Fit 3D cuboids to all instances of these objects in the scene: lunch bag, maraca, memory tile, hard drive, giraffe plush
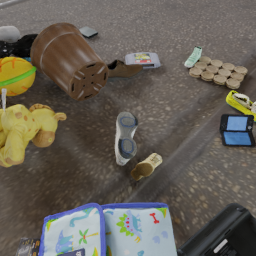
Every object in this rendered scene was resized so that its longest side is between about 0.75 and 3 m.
[{"bbox_3d":[-0.454,3.056,5.990,2.980,1.899,2.533,0,46,-6],"label":"lunch bag"},{"bbox_3d":[-5.106,-2.105,11.691,2.864,1.532,1.964,-2,28,29],"label":"maraca"},{"bbox_3d":[4.185,-2.599,13.001,2.324,0.195,1.782,23,50,21],"label":"memory tile"},{"bbox_3d":[-2.296,-5.390,15.814,1.061,0.175,0.741,34,54,29],"label":"hard drive"},{"bbox_3d":[-3.293,-0.021,9.399,2.143,2.483,2.014,29,20,36],"label":"giraffe plush"}]

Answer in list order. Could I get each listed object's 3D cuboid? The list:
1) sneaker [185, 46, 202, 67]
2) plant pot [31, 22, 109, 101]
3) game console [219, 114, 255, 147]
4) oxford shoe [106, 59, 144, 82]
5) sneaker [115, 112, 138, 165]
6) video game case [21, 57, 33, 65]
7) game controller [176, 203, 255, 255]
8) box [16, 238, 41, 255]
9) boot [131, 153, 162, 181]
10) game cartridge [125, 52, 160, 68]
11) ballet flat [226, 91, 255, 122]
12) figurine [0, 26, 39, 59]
[{"bbox_3d":[3.138,-3.462,13.476,0.462,0.741,1.256,27,52,23],"label":"sneaker"},{"bbox_3d":[-2.274,-2.589,11.559,2.529,2.529,2.504,-29,59,-26],"label":"plant pot"},{"bbox_3d":[3.944,0.071,9.988,1.192,1.027,0.708,2,18,1],"label":"game console"},{"bbox_3d":[-0.255,-2.660,12.601,2.045,0.863,0.743,-12,44,-14],"label":"oxford shoe"},{"bbox_3d":[-0.164,0.308,9.494,0.783,0.916,2.103,18,48,-11],"label":"sneaker"},{"bbox_3d":[-5.010,-3.013,12.826,2.110,0.188,1.510,-5,9,-6],"label":"video game case"},{"bbox_3d":[2.399,3.138,7.086,2.878,0.606,1.502,-29,66,-26],"label":"game controller"},{"bbox_3d":[-1.985,3.614,6.543,1.528,0.482,1.937,1,45,1],"label":"box"},{"bbox_3d":[0.700,1.100,8.599,0.992,1.276,0.464,-33,80,-31],"label":"boot"},{"bbox_3d":[0.697,-3.300,13.643,1.615,0.330,1.075,-4,41,-4],"label":"game cartridge"},{"bbox_3d":[4.714,-0.840,10.899,0.658,0.660,1.970,-31,53,-27],"label":"ballet flat"},{"bbox_3d":[-5.817,-3.968,13.029,2.800,1.205,2.732,23,27,22],"label":"figurine"}]
